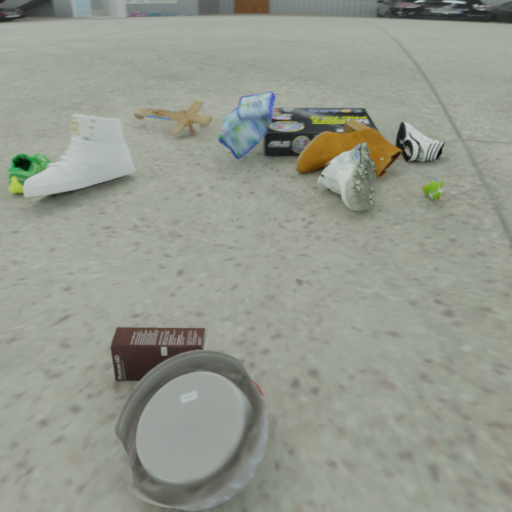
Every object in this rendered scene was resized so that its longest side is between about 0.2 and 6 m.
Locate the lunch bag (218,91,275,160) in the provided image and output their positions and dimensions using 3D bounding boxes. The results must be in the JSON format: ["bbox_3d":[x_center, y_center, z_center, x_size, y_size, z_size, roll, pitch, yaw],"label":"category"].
[{"bbox_3d":[-0.168,-3.723,15.478,1.669,1.063,1.419,-33,29,28],"label":"lunch bag"}]

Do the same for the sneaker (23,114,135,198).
[{"bbox_3d":[-4.471,-2.521,13.649,1.112,1.744,3.018,4,23,40],"label":"sneaker"}]

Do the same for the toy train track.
[{"bbox_3d":[-2.730,-4.447,18.350,2.952,0.480,1.693,14,55,25],"label":"toy train track"}]

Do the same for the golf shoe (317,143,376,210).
[{"bbox_3d":[2.140,-1.746,13.561,1.361,1.096,2.799,-15,23,21],"label":"golf shoe"}]

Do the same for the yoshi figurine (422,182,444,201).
[{"bbox_3d":[4.200,-1.610,13.315,0.479,0.481,0.856,27,15,-2],"label":"yoshi figurine"}]

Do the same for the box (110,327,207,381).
[{"bbox_3d":[-1.363,1.404,8.008,1.312,0.657,0.492,1,29,2],"label":"box"}]

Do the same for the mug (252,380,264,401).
[{"bbox_3d":[-0.542,1.954,6.956,1.004,0.754,1.131,25,34,25],"label":"mug"}]

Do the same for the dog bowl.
[{"bbox_3d":[-0.698,2.002,6.423,1.837,0.539,1.837,-12,47,13],"label":"dog bowl"}]

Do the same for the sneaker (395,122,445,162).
[{"bbox_3d":[4.797,-3.250,16.355,1.147,0.752,1.994,7,37,-5],"label":"sneaker"}]

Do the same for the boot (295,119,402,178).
[{"bbox_3d":[2.506,-2.595,14.925,2.576,0.906,1.844,-37,63,-22],"label":"boot"}]

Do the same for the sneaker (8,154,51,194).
[{"bbox_3d":[-5.749,-2.268,14.313,0.740,0.835,1.998,-2,29,-1],"label":"sneaker"}]

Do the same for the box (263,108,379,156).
[{"bbox_3d":[1.872,-3.840,17.170,3.356,0.743,2.689,0,29,1],"label":"box"}]
